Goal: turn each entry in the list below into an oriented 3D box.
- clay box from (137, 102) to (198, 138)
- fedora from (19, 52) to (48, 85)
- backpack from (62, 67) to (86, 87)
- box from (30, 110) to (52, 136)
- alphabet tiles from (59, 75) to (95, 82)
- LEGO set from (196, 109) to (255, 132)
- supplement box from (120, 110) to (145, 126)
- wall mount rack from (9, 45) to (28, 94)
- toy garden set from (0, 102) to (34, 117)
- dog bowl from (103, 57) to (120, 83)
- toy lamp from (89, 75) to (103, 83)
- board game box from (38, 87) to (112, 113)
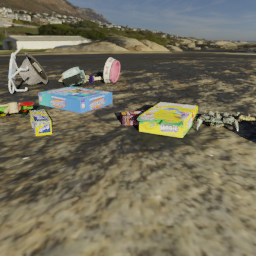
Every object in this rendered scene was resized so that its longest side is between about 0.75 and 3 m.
[{"bbox_3d":[1.294,-0.279,8.890,1.371,0.568,2.386,8,21,23],"label":"clay box"},{"bbox_3d":[-5.500,-3.159,15.858,1.012,1.982,2.241,-31,2,3],"label":"fedora"},{"bbox_3d":[-2.964,-2.817,15.533,1.154,1.006,1.312,-21,9,16],"label":"backpack"},{"bbox_3d":[-2.763,-0.193,8.814,0.499,0.458,1.426,-7,19,-23],"label":"box"},{"bbox_3d":[-3.311,-3.236,18.330,2.163,0.082,2.599,-2,19,-4],"label":"alphabet tiles"},{"bbox_3d":[3.109,-0.372,9.090,2.208,0.626,1.434,-18,26,-42],"label":"LEGO set"},{"bbox_3d":[0.199,-0.335,9.352,0.855,0.366,0.472,-4,21,-11],"label":"supplement box"},{"bbox_3d":[-5.318,-2.859,13.565,0.840,2.252,1.957,-2,-23,-10],"label":"wall mount rack"},{"bbox_3d":[-4.326,-0.454,9.101,2.547,0.508,2.123,-11,5,-37],"label":"toy garden set"},{"bbox_3d":[-0.937,-3.375,16.595,0.567,1.536,1.536,14,22,13],"label":"dog bowl"},{"bbox_3d":[-1.509,-3.119,17.328,1.805,0.525,0.525,-13,22,-35],"label":"toy lamp"},{"bbox_3d":[-2.187,-1.233,11.705,2.475,0.557,1.882,14,23,35],"label":"board game box"}]
